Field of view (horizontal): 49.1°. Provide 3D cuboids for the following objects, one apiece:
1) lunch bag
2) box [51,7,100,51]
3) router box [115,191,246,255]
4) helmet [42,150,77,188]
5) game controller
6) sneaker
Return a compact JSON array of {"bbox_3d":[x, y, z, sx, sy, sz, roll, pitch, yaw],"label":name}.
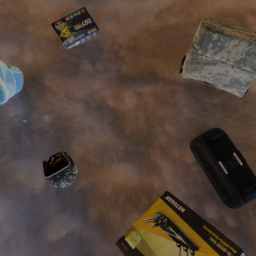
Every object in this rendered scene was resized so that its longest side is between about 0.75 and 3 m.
[{"bbox_3d":[2.841,-2.064,8.419,2.260,1.896,1.575,21,37,6],"label":"lunch bag"},{"bbox_3d":[-1.778,-3.369,9.524,1.323,0.325,1.067,-30,79,-8],"label":"box"},{"bbox_3d":[1.191,3.054,6.915,2.058,0.683,2.617,-43,36,-13],"label":"router box"},{"bbox_3d":[-1.914,1.235,8.007,1.003,1.003,0.956,-26,64,-6],"label":"helmet"},{"bbox_3d":[2.879,1.136,8.298,1.235,0.498,2.367,-26,74,-13],"label":"game controller"},{"bbox_3d":[-4.030,-1.885,8.467,0.878,1.441,2.207,-15,108,19],"label":"sneaker"}]
